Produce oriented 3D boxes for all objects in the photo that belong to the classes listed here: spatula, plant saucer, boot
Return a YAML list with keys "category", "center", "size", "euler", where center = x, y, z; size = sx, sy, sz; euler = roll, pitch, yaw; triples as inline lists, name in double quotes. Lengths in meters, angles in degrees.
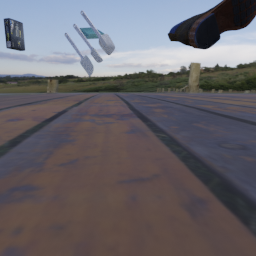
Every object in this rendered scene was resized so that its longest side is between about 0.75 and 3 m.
- category: "spatula"
  center: [-1.474, -3.185, 10.326]
  size: [1.524, 2.192, 0.176]
  euler: [-44, -22, 28]
- category: "plant saucer"
  center: [-1.493, -3.871, 11.352]
  size: [0.773, 0.210, 2.212]
  euler: [-8, 26, -15]
- category: "boot"
  center: [2.256, -2.911, 7.345]
  size: [2.594, 0.969, 1.257]
  euler: [-33, 32, -20]

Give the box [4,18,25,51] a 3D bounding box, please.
- category: "box"
  center: [-3.228, -2.648, 7.995]
  size: [0.207, 0.811, 0.640]
  euler: [0, 7, 13]
